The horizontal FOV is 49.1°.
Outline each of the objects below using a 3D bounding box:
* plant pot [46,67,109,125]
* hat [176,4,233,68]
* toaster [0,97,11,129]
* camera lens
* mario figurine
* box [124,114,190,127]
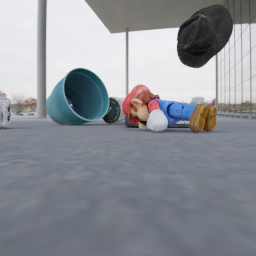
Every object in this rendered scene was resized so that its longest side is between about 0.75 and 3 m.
[{"bbox_3d":[-2.963,-1.398,15.088,2.689,2.862,2.862,-19,-12,43],"label":"plant pot"},{"bbox_3d":[2.058,-2.904,8.514,0.825,2.045,2.045,12,-6,-40],"label":"hat"},{"bbox_3d":[-4.877,-0.565,9.870,1.289,1.134,1.996,2,11,-17],"label":"toaster"},{"bbox_3d":[-0.501,-0.986,16.057,1.568,1.568,1.960,1,3,34],"label":"camera lens"},{"bbox_3d":[1.011,-0.269,8.277,2.920,1.547,1.802,15,-25,40],"label":"mario figurine"},{"bbox_3d":[1.220,-0.382,11.942,2.771,0.688,2.750,0,3,0],"label":"box"}]
